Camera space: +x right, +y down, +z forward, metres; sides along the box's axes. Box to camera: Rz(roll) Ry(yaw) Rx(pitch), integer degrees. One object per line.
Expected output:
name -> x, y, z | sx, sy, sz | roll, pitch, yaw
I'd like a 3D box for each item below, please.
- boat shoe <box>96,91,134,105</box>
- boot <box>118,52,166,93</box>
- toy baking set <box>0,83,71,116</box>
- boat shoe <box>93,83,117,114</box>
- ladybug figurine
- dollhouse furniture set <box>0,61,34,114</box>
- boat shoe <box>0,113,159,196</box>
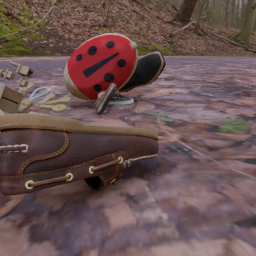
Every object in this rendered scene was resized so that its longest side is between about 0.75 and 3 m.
boat shoe -> -0.487, -1.113, 10.165 | 1.397, 0.445, 0.494 | 3, 19, 1
boot -> -0.106, -1.906, 10.236 | 1.843, 1.032, 2.664 | -13, -12, -46
toy baking set -> -2.786, -0.596, 7.858 | 2.019, 0.306, 2.631 | -27, 39, -34
boat shoe -> -0.743, -0.938, 8.566 | 0.394, 1.097, 0.416 | 42, 25, 13
ladybug figurine -> -0.973, -1.982, 9.212 | 2.865, 1.945, 1.031 | -33, 6, 18
dollhouse furniture set -> -2.821, -0.756, 6.213 | 0.693, 1.566, 0.812 | 20, -4, 13
boat shoe -> -0.529, 0.427, 4.104 | 2.781, 0.978, 0.979 | 5, -13, -45
